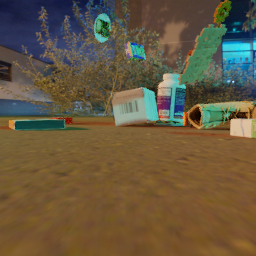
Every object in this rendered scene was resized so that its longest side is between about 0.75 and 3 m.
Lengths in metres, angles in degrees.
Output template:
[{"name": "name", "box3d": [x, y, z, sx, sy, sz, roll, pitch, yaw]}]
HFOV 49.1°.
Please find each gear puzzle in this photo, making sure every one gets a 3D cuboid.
[{"name": "gear puzzle", "box3d": [2.506, -2.784, 9.282, 1.523, 2.940, 0.385, -18, 51, -39]}]

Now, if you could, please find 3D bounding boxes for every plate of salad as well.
[{"name": "plate of salad", "box3d": [-0.900, -3.699, 10.396, 0.243, 1.012, 1.012, 17, 10, 28]}]

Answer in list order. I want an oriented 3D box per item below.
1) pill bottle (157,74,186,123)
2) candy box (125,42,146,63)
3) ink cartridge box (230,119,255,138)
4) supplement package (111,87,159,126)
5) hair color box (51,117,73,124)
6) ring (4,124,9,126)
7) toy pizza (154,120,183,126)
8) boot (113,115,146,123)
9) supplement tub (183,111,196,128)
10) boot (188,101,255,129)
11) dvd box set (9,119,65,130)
[{"name": "pill bottle", "box3d": [2.407, -1.600, 15.649, 1.516, 2.696, 1.516, 4, 3, 0]}, {"name": "candy box", "box3d": [0.380, -3.937, 14.553, 1.027, 0.869, 0.396, -1, -16, -41]}, {"name": "ink cartridge box", "box3d": [3.118, -0.001, 6.792, 0.760, 0.441, 1.050, -1, 3, -15]}, {"name": "supplement package", "box3d": [0.414, -0.999, 13.764, 1.572, 1.577, 2.688, -9, 0, 16]}, {"name": "hair color box", "box3d": [-3.797, -0.423, 16.089, 0.611, 0.369, 1.204, 1, 4, 30]}, {"name": "ring", "box3d": [-5.753, -0.163, 13.898, 0.758, 0.073, 0.758, 0, 4, 0]}, {"name": "toy pizza", "box3d": [2.043, -0.269, 14.189, 1.545, 0.245, 1.545, 0, 3, 0]}, {"name": "boot", "box3d": [0.393, -0.614, 16.332, 2.437, 0.880, 1.840, -11, -8, -1]}, {"name": "supplement tub", "box3d": [2.872, -0.367, 11.450, 1.162, 0.712, 0.712, 1, 3, 2]}, {"name": "boot", "box3d": [3.632, -0.439, 9.779, 2.234, 1.046, 2.874, -3, 7, -17]}, {"name": "dvd box set", "box3d": [-3.630, -0.165, 10.941, 1.763, 0.354, 2.409, -3, 4, -26]}]
